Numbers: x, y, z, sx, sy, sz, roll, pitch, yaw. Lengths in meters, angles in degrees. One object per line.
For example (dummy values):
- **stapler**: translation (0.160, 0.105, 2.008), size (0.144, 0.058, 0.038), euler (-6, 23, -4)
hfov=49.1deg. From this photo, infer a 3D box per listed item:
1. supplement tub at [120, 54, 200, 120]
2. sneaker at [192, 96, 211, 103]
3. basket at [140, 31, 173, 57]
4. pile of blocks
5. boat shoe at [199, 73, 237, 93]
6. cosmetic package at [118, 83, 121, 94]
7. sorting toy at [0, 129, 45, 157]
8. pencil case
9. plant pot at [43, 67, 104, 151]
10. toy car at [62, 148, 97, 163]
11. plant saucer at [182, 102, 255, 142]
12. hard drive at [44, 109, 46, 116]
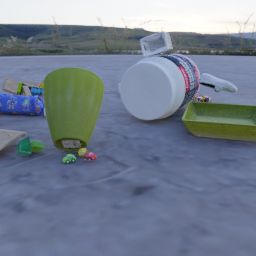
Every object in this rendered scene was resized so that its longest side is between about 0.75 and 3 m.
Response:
- **supplement tub**: translation (1.229, -1.512, 9.961), size (2.087, 2.087, 2.975), euler (9, 20, 27)
- **sneaker**: translation (2.843, -0.946, 10.887), size (0.681, 0.567, 1.512), euler (-1, 10, 8)
- **basket**: translation (0.938, -2.718, 9.106), size (0.893, 0.605, 0.551), euler (-10, 9, 31)
- **pile of blocks**: translation (-4.749, -1.717, 13.199), size (2.453, 1.007, 0.762), euler (-5, -26, -45)
- **boat shoe**: translation (2.968, -1.405, 9.313), size (1.258, 0.431, 0.453), euler (28, -9, 10)
- **cosmetic package**: translation (0.655, -1.990, 14.010), size (2.151, 0.545, 0.888), euler (5, 19, 14)
- **sorting toy**: translation (-3.343, 0.479, 6.717), size (2.516, 0.370, 1.860), euler (6, 21, 17)
- **pencil case**: translation (-4.004, -0.877, 10.221), size (1.803, 0.783, 0.703), euler (4, -8, 8)
- **plant pot**: translation (-1.383, -0.351, 7.004), size (1.589, 1.589, 1.699), euler (-1, 61, -3)
- **toy car**: translation (-1.162, 0.639, 6.417), size (0.715, 0.169, 0.760), euler (-13, 15, -26)
- **plant saucer**: translation (2.938, -0.208, 8.451), size (2.423, 0.580, 2.420), euler (5, 19, 16)
- **hard drive**: translation (-2.329, -0.980, 11.223), size (1.739, 0.346, 2.637), euler (-3, 19, -10)
